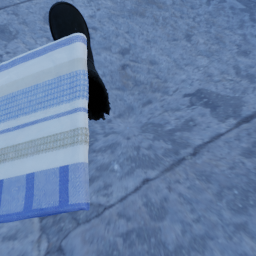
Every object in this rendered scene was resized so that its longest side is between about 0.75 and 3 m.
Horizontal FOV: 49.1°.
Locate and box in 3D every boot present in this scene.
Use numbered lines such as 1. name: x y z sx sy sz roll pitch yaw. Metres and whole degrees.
1. boot: -0.977 -1.303 5.690 0.804 2.173 1.780 -16 36 -8

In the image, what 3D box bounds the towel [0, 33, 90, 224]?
1. towel: -1.288 -0.033 3.737 1.818 0.295 2.476 -16 63 19
